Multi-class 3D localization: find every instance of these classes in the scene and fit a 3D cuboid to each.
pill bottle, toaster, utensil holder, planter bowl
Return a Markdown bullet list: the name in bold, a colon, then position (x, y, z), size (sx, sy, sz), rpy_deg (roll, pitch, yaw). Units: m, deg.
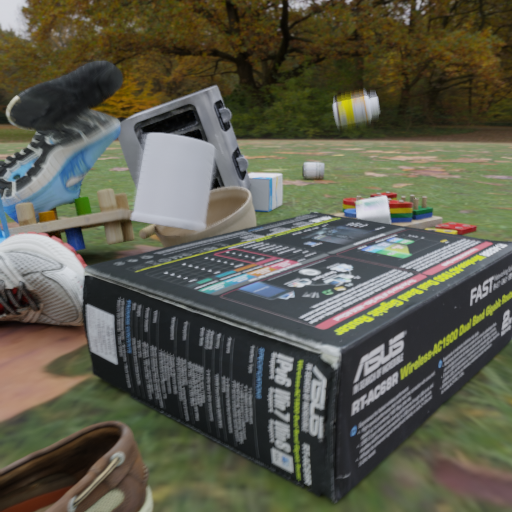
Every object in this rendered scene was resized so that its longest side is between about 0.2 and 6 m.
- **pill bottle**: position (1.585, -2.305, 8.862), size (0.687, 0.375, 0.375), rpy_deg (-9, 12, 14)
- **toaster**: position (-1.622, -2.199, 12.217), size (2.650, 2.396, 1.573), rpy_deg (-18, 16, 4)
- **utensil holder**: position (-1.056, -0.937, 7.283), size (0.957, 1.127, 0.957), rpy_deg (9, 1, 0)
- **planter bowl**: position (-0.588, -0.233, 7.810), size (1.405, 0.946, 1.405), rpy_deg (-17, 26, 9)

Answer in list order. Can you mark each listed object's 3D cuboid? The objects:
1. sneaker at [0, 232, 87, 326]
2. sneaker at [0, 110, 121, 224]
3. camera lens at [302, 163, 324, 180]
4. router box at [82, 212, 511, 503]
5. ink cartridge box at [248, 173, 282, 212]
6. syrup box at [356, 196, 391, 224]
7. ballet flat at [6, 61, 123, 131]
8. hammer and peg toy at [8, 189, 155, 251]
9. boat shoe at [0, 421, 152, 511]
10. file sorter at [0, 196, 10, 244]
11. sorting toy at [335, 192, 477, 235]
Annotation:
- **sneaker**: position (-2.916, 0.427, 5.981), size (2.764, 1.076, 1.136), rpy_deg (3, 33, 18)
- **sneaker**: position (-3.240, -1.487, 9.318), size (1.015, 1.165, 2.590), rpy_deg (26, 57, 22)
- **camera lens**: position (1.988, -2.961, 19.571), size (0.745, 0.596, 0.596), rpy_deg (1, 14, 5)
- **router box**: position (0.603, 0.472, 5.198), size (2.579, 1.069, 3.441), rpy_deg (12, 19, 40)
- **ink cartridge box**: position (0.105, -1.572, 13.713), size (0.827, 0.813, 1.124), rpy_deg (5, 15, 19)
- **syrup box**: position (1.648, -0.261, 7.601), size (0.412, 1.047, 0.426), rpy_deg (-9, 37, 15)
- **ballet flat**: position (-2.852, -2.381, 8.393), size (0.571, 0.668, 2.011), rpy_deg (14, 40, 36)
- **hammer and peg toy**: position (-2.398, -0.574, 8.684), size (2.356, 0.831, 1.733), rpy_deg (-10, 4, -3)
- **boat shoe**: position (-1.405, 1.322, 2.579), size (0.734, 0.735, 1.988), rpy_deg (13, 19, 40)
- **file sorter**: position (-4.925, -0.811, 8.058), size (2.045, 1.808, 2.947), rpy_deg (-17, 20, -30)
- **sorting toy**: position (2.802, -0.932, 11.692), size (1.689, 0.593, 3.504), rpy_deg (-11, 19, -37)
